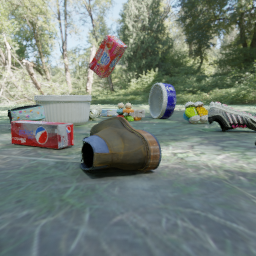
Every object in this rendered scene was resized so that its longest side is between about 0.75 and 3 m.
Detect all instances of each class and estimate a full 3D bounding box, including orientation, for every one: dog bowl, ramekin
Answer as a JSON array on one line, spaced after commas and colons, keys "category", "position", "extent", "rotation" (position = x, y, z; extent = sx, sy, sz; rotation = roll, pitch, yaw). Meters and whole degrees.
[{"category": "dog bowl", "position": [2.048, -1.634, 16.977], "extent": [0.837, 2.124, 2.124], "rotation": [1, 5, -20]}, {"category": "ramekin", "position": [-3.078, -0.868, 13.376], "extent": [2.657, 1.395, 2.657], "rotation": [1, 6, 0]}]

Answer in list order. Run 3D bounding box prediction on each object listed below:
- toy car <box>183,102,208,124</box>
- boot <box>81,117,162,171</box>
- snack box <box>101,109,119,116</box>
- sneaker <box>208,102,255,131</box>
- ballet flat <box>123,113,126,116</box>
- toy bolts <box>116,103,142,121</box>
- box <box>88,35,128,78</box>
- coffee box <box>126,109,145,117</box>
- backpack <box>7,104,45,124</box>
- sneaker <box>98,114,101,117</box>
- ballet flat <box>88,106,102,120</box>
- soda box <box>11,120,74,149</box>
[{"category": "toy car", "position": [3.349, -0.667, 14.126], "extent": [1.284, 1.124, 0.963], "rotation": [-3, -27, -25]}, {"category": "boot", "position": [-0.523, 0.247, 5.400], "extent": [1.178, 0.908, 2.429], "rotation": [-1, 8, -30]}, {"category": "snack box", "position": [-1.329, -1.087, 19.609], "extent": [1.200, 0.482, 1.423], "rotation": [4, 8, 44]}, {"category": "sneaker", "position": [3.948, -0.196, 10.541], "extent": [2.102, 0.920, 0.775], "rotation": [24, -6, 11]}, {"category": "ballet flat", "position": [0.010, -0.968, 18.646], "extent": [0.464, 0.501, 1.487], "rotation": [-9, 3, 16]}, {"category": "toy bolts", "position": [-0.002, -0.923, 15.787], "extent": [1.346, 0.978, 1.409], "rotation": [-6, 9, -44]}, {"category": "box", "position": [-0.617, -2.149, 8.470], "extent": [0.583, 1.170, 0.559], "rotation": [41, 29, 8]}, {"category": "coffee box", "position": [0.420, -0.844, 15.968], "extent": [1.074, 0.428, 0.614], "rotation": [1, 6, 5]}, {"category": "backpack", "position": [-3.974, -0.456, 11.213], "extent": [1.279, 0.980, 1.124], "rotation": [-17, 3, 3]}, {"category": "sneaker", "position": [-2.478, -0.965, 18.320], "extent": [1.272, 0.508, 0.828], "rotation": [17, 7, 36]}, {"category": "ballet flat", "position": [-2.338, -0.739, 15.680], "extent": [2.577, 0.895, 0.895], "rotation": [-8, 10, -42]}, {"category": "soda box", "position": [-2.301, 0.152, 7.436], "extent": [1.811, 0.634, 0.574], "rotation": [4, 7, 31]}]
